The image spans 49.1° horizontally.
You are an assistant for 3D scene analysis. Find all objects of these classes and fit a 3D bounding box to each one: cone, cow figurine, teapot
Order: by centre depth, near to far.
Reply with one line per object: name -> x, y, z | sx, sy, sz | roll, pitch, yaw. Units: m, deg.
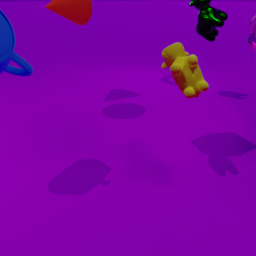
teapot -> -2.234, -1.345, 3.963 | 0.995, 2.032, 1.263 | -8, 58, 37
cow figurine -> 0.998, -1.018, 5.031 | 0.576, 1.050, 1.033 | -27, 6, 7
cone -> -1.873, -3.512, 8.039 | 1.207, 1.207, 1.212 | 21, 34, 35
cow figurine -> 2.302, -3.403, 8.452 | 1.318, 1.340, 0.735 | 30, 59, 6

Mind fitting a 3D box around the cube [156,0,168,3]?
cube -> 0.493, -2.757, 4.609 | 0.886, 0.886, 0.886 | 15, 4, -17

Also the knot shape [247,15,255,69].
knot shape -> 3.563, -2.161, 7.312 | 0.711, 1.539, 1.440 | -9, 31, 30
